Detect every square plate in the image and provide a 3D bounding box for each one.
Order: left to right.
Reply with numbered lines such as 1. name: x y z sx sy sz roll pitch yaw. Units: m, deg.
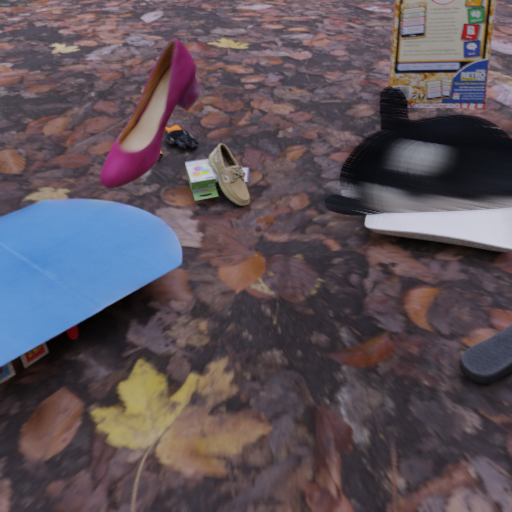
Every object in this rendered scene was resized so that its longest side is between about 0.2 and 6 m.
1. square plate: 3.981 -1.118 12.110 3.014 0.429 2.986 9 40 11

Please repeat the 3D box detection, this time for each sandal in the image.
1. sandal: 4.236 1.478 8.931 2.189 0.469 0.832 -18 34 -7

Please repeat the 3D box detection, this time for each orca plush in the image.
1. orca plush: 2.274 -1.549 8.067 2.559 1.729 4.864 -3 5 10

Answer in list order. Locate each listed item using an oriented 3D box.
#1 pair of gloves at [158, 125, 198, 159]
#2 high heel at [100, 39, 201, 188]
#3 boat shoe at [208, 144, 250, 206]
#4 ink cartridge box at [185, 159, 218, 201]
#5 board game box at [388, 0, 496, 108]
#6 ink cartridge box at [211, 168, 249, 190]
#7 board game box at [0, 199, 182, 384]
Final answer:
1. pair of gloves: -2.421 -2.949 14.591 1.679 0.208 1.496 -19 41 -27
2. high heel: -1.510 -1.897 7.533 0.704 1.002 2.090 35 76 25
3. boat shoe: -0.546 -1.811 12.496 0.550 0.496 1.526 -12 66 -40
4. ink cartridge box: -1.230 -1.728 12.608 0.551 0.315 1.061 -11 47 -10
5. board game box: 3.443 -3.994 10.432 1.793 2.367 0.548 6 9 19
6. ink cartridge box: -0.831 -1.812 13.118 1.328 0.260 0.661 1 39 3
7. board game box: -3.832 0.523 9.714 3.975 0.980 5.031 24 39 33
